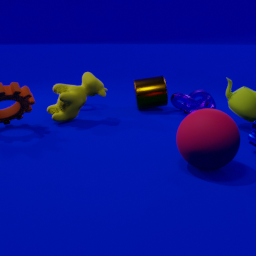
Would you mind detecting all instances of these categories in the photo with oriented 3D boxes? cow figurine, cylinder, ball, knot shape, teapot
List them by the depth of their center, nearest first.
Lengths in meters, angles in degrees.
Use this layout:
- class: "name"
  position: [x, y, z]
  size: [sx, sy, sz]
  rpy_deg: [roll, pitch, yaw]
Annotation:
- class: "ball"
  position: [1.646, 0.232, 5.799]
  size: [1.265, 1.265, 1.265]
  rpy_deg: [0, 18, 0]
- class: "teapot"
  position: [3.586, -0.803, 8.340]
  size: [1.897, 0.929, 1.180]
  rpy_deg: [30, 26, 0]
- class: "cow figurine"
  position: [-1.587, -0.961, 9.021]
  size: [1.688, 1.715, 0.942]
  rpy_deg: [-3, 40, -43]
- class: "knot shape"
  position: [2.368, -0.827, 9.777]
  size: [1.666, 0.770, 1.559]
  rpy_deg: [0, 19, -1]
- class: "cylinder"
  position: [0.833, -1.309, 10.419]
  size: [1.127, 1.127, 1.127]
  rpy_deg: [-8, 18, 1]

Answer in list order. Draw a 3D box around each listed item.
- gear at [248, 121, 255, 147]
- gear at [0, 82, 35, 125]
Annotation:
- class: "gear"
  position: [3.385, -0.218, 6.540]
  size: [1.521, 1.521, 0.281]
  rpy_deg: [-16, 41, -40]
- class: "gear"
  position: [-3.600, -0.649, 8.066]
  size: [1.720, 1.720, 0.318]
  rpy_deg: [-13, 66, -35]
